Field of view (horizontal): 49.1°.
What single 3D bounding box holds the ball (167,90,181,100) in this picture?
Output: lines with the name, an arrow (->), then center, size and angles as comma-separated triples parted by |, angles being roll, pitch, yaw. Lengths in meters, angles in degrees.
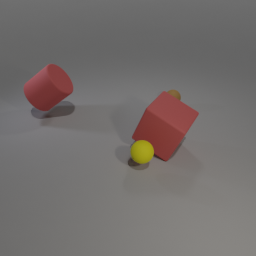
ball -> 1.945, -1.322, 12.192 | 0.700, 0.700, 0.700 | 0, 30, 0

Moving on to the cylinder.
cylinder -> -3.163, -1.602, 11.206 | 1.400, 1.400, 1.400 | -31, 21, 22

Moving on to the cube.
cube -> 1.216, -0.080, 9.170 | 1.400, 1.400, 1.400 | 34, 42, 10

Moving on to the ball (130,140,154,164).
ball -> 0.420, 0.715, 8.369 | 0.700, 0.700, 0.700 | 0, 30, 0
